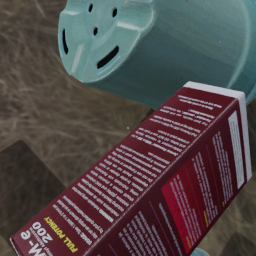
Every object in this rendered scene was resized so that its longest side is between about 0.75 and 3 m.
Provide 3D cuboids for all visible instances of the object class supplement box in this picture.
[{"bbox_3d":[0.283,0.745,2.852,2.419,1.316,0.736,-41,39,-24],"label":"supplement box"}]

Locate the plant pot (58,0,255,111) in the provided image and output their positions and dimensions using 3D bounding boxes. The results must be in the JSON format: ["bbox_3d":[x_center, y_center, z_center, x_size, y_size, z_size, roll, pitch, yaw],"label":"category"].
[{"bbox_3d":[0.562,-1.582,4.980,2.887,2.948,2.948,6,63,-45],"label":"plant pot"}]

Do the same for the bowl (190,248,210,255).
[{"bbox_3d":[0.809,2.594,3.852,1.607,1.607,0.840,-43,96,-14],"label":"bowl"}]
